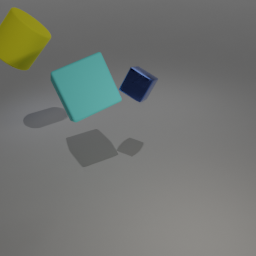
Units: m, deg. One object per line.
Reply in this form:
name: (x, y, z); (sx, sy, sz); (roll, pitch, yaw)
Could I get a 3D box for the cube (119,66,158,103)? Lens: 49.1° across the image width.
cube: (0.296, -1.190, 7.593); (0.700, 0.700, 0.700); (33, 21, 7)

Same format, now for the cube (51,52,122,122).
cube: (-1.211, -1.085, 7.801); (1.400, 1.400, 1.400); (-27, 10, -13)

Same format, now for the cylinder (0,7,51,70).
cylinder: (-3.436, -2.822, 8.968); (1.400, 1.400, 1.400); (38, 17, -14)
